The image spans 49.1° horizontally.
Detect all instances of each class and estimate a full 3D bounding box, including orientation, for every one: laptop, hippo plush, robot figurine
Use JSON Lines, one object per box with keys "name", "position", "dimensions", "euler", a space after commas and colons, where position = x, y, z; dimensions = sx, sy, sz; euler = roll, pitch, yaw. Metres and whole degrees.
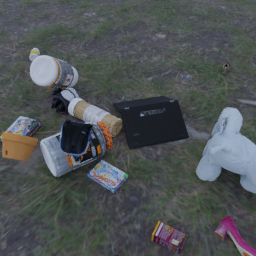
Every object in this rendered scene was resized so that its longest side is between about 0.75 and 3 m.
{"name": "laptop", "position": [0.851, -0.370, 11.662], "dimensions": [2.418, 1.497, 2.583], "euler": [-10, 71, -10]}
{"name": "hippo plush", "position": [3.713, 0.747, 8.605], "dimensions": [2.390, 2.973, 2.368], "euler": [24, 68, 13]}
{"name": "robot figurine", "position": [-2.700, -1.208, 12.044], "dimensions": [0.821, 0.988, 1.315], "euler": [1, 34, 35]}

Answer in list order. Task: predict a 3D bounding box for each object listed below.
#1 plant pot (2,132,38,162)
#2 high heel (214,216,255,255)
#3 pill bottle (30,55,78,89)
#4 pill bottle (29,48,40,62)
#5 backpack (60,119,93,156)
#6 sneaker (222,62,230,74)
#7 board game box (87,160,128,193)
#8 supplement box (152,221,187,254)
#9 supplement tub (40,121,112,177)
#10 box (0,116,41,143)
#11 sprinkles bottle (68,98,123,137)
{"name": "plant pot", "position": [-3.518, 0.634, 8.957], "dimensions": [1.096, 1.096, 0.767], "euler": [7, 79, 8]}
{"name": "high heel", "position": [3.154, 3.023, 7.588], "dimensions": [0.716, 0.503, 1.494], "euler": [-39, 41, -23]}
{"name": "pill bottle", "position": [-3.125, -2.360, 12.228], "dimensions": [1.270, 1.270, 2.183], "euler": [15, 7, 16]}
{"name": "pill bottle", "position": [-5.159, -4.075, 15.524], "dimensions": [0.495, 0.495, 0.879], "euler": [-5, 43, -6]}
{"name": "backpack", "position": [-1.407, 0.307, 7.468], "dimensions": [0.799, 0.642, 0.873], "euler": [10, 75, -9]}
{"name": "sneaker", "position": [5.174, -3.247, 14.660], "dimensions": [0.383, 0.410, 1.086], "euler": [13, 44, 14]}
{"name": "board game box", "position": [-0.679, 1.604, 9.388], "dimensions": [1.145, 0.197, 0.775], "euler": [25, 48, 26]}
{"name": "supplement box", "position": [1.132, 3.005, 7.694], "dimensions": [0.854, 0.366, 0.471], "euler": [20, 45, 21]}
{"name": "supplement tub", "position": [-1.732, 0.635, 9.610], "dimensions": [2.204, 1.350, 1.350], "euler": [-24, 47, -25]}
{"name": "box", "position": [-4.193, 0.132, 10.984], "dimensions": [0.956, 0.264, 1.399], "euler": [13, 43, 14]}
{"name": "sprinkles bottle", "position": [-1.334, -0.454, 11.243], "dimensions": [2.320, 0.792, 0.792], "euler": [27, 48, 27]}
